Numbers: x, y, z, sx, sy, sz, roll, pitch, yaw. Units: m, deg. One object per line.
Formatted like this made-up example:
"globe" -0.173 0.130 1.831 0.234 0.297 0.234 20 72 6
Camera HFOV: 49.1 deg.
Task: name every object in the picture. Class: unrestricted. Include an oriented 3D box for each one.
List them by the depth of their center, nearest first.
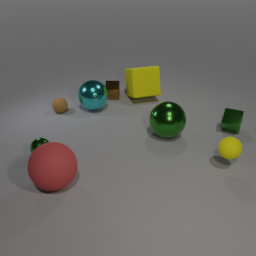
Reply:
"ball" -2.172 1.103 8.112 1.400 1.400 1.400 0 28 0
"ball" 3.159 0.623 8.663 0.700 0.700 0.700 0 28 0
"ball" -2.994 0.677 9.613 0.700 0.700 0.700 0 28 0
"ball" 1.505 -0.312 10.630 1.400 1.400 1.400 0 28 0
"cube" 4.126 -0.279 11.103 0.700 0.700 0.700 14 69 24
"ball" -3.109 -1.045 12.802 0.700 0.700 0.700 0 28 0
"ball" -1.605 -1.507 12.907 1.400 1.400 1.400 0 28 0
"cube" 0.722 -2.324 14.052 1.400 1.400 1.400 -8 13 -13
"cube" -0.777 -1.912 14.179 0.700 0.700 0.700 2 53 3
